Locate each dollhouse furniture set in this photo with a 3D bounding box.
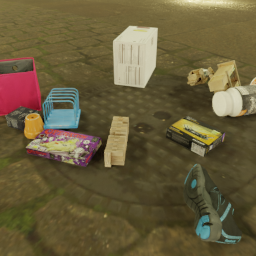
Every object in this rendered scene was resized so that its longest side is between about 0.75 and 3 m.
[{"bbox_3d":[3.683,-1.786,12.885,2.251,1.415,2.546,-7,25,37],"label":"dollhouse furniture set"}]

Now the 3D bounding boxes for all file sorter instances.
[{"bbox_3d":[-2.535,-0.807,10.871,1.214,1.074,1.750,-1,23,-5],"label":"file sorter"}]

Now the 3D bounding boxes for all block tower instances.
[{"bbox_3d":[-0.343,0.421,9.680,0.638,0.596,2.207,3,34,6],"label":"block tower"}]

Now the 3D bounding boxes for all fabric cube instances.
[{"bbox_3d":[-4.769,-1.824,12.024,1.766,1.795,1.801,-10,35,-13],"label":"fabric cube"}]

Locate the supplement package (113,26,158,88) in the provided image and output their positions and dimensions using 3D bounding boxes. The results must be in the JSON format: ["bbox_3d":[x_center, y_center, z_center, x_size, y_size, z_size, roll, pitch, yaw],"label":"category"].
[{"bbox_3d":[0.444,-3.781,14.550,1.606,2.257,2.897,9,35,13],"label":"supplement package"}]

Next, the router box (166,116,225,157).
[{"bbox_3d":[2.410,0.246,10.087,1.645,0.430,1.294,29,43,36],"label":"router box"}]

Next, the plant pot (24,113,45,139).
[{"bbox_3d":[-3.463,-0.114,10.371,0.798,0.731,0.798,0,33,0],"label":"plant pot"}]

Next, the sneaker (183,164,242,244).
[{"bbox_3d":[2.131,1.951,7.338,0.998,0.892,2.436,18,33,-12],"label":"sneaker"}]

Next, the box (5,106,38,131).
[{"bbox_3d":[-4.107,-0.371,10.951,0.888,0.521,0.873,15,36,21],"label":"box"}]

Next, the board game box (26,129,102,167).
[{"bbox_3d":[-2.185,0.609,9.682,2.222,0.359,1.333,10,30,15],"label":"board game box"}]

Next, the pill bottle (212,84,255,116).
[{"bbox_3d":[4.639,-1.109,11.476,2.078,1.209,1.209,-10,34,-13],"label":"pill bottle"}]

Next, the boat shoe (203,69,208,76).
[{"bbox_3d":[3.894,-2.972,15.107,1.111,0.388,0.396,-13,27,-28],"label":"boat shoe"}]

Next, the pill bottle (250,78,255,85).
[{"bbox_3d":[6.370,-1.721,12.725,0.838,0.838,1.493,-14,36,-20],"label":"pill bottle"}]
